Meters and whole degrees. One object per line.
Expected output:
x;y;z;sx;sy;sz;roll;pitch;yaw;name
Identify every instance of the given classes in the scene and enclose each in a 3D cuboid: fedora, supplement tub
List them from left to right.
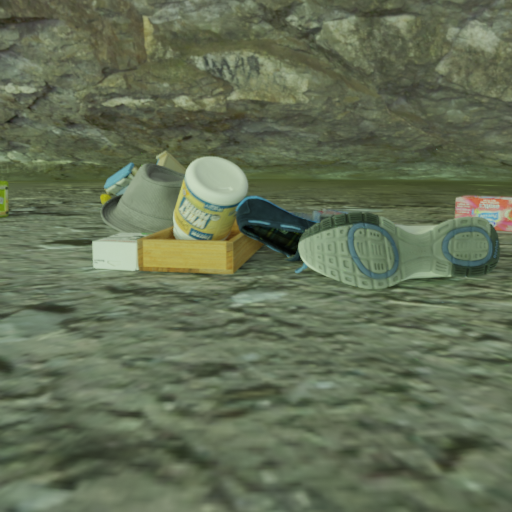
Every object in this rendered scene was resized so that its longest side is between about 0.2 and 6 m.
-2.212;-1.405;13.476;2.600;1.328;2.940;23;20;16;fedora
-0.890;-0.909;10.354;1.141;1.578;1.141;12;46;-13;supplement tub

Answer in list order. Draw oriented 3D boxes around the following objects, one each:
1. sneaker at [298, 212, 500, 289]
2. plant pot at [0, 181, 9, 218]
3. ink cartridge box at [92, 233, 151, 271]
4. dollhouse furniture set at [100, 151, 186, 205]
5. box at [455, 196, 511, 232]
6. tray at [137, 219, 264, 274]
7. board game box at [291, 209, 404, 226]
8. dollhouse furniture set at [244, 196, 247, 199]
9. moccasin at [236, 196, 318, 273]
2.195;-0.019;9.035;3.179;1.184;1.385;3;-5;-9;sneaker
-8.809;-1.858;18.058;1.260;1.388;1.381;14;16;29;plant pot
-2.346;-0.100;10.350;0.888;0.512;1.217;2;10;10;ink cartridge box
-3.098;-1.370;16.845;2.714;2.562;1.771;-22;41;34;dollhouse furniture set
6.492;-1.172;15.359;1.833;0.875;0.914;7;12;36;box
-0.900;-0.259;11.024;1.674;0.628;3.394;1;9;10;tray
1.865;-0.433;10.792;2.330;0.719;2.329;7;8;-21;board game box
-0.786;-1.349;16.675;1.003;0.775;2.007;3;11;21;dollhouse furniture set
0.645;-0.173;9.382;2.254;0.907;0.769;20;41;-9;moccasin
